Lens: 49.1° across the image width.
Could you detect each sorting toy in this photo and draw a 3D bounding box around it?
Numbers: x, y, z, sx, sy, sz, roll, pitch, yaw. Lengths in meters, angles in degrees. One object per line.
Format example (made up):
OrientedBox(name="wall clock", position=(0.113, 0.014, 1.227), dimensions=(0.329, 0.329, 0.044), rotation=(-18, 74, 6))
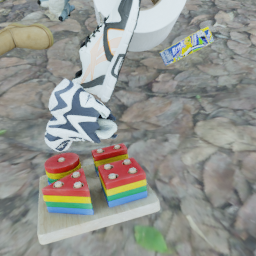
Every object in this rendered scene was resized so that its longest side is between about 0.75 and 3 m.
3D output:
OrientedBox(name="sorting toy", position=(-0.576, 0.799, 4.299), dimensions=(1.627, 0.570, 1.637), rotation=(-12, 20, -12))

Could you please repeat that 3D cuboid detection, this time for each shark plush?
OrientedBox(name="shark plush", position=(-1.927, -3.857, 8.866), dimensions=(0.900, 0.825, 1.981), rotation=(39, 17, 7))

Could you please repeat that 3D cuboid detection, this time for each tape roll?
OrientedBox(name="tape roll", position=(0.300, -3.977, 8.667), dimensions=(2.769, 2.769, 1.901), rotation=(0, 0, -2))

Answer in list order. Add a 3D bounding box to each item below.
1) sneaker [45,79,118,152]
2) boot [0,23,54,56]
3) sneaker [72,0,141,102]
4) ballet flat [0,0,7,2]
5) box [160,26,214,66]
OrientedBox(name="sneaker", position=(-0.578, 0.039, 3.708), dimensions=(0.866, 1.331, 0.531), rotation=(28, 45, 4))
OrientedBox(name="boot", position=(-3.493, -2.226, 7.819), dimensions=(1.961, 0.740, 2.239), rotation=(14, 41, 29))
OrientedBox(name="sneaker", position=(-0.463, -1.754, 5.764), dimensions=(1.018, 2.545, 0.938), rotation=(21, 28, -6))
OrientedBox(name="ballet flat", position=(-2.973, -4.182, 7.878), dimensions=(2.262, 0.814, 0.814), rotation=(-39, 56, -18))
OrientedBox(name="box", position=(1.714, -2.389, 8.265), dimensions=(1.501, 0.482, 0.526), rotation=(-19, 13, 41))
